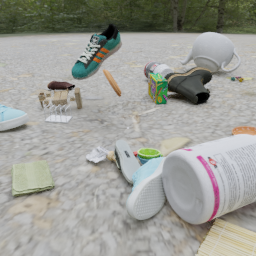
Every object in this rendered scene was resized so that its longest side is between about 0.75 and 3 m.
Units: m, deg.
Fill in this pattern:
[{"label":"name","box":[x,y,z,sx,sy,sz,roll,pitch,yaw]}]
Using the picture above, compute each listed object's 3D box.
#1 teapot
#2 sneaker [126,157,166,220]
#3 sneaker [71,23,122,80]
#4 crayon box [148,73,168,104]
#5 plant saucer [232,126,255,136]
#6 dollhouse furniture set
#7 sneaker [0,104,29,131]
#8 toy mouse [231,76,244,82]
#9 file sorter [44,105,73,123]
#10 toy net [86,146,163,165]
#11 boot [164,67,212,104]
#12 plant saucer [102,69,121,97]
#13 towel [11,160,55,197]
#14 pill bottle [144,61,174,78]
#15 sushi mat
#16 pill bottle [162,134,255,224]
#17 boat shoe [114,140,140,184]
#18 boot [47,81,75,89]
[{"label":"teapot","box":[4.674,-3.979,15.777,2.501,1.851,2.534,27,-10,-9]},{"label":"sneaker","box":[0.338,1.127,5.380,0.735,0.663,1.795,-8,13,34]},{"label":"sneaker","box":[-1.127,-2.609,9.385,0.820,0.918,2.298,29,67,27]},{"label":"crayon box","box":[1.184,-1.621,11.308,0.447,0.912,1.536,-3,24,-8]},{"label":"plant saucer","box":[3.452,0.227,7.878,1.040,0.195,1.040,0,24,0]},{"label":"dollhouse furniture set","box":[-2.448,-0.924,10.119,1.483,0.657,0.769,-7,37,-2]},{"label":"sneaker","box":[-4.452,-0.597,8.586,2.810,1.151,1.039,3,24,8]},{"label":"toy mouse","box":[5.572,-2.515,14.354,0.911,0.176,0.810,-17,29,-35]},{"label":"file sorter","box":[-2.290,-0.483,9.188,0.770,0.479,0.534,3,23,8]},{"label":"toy net","box":[-0.103,0.589,6.725,1.832,0.354,0.961,4,18,13]},{"label":"boot","box":[3.018,-1.671,11.669,2.732,1.058,1.890,-20,40,-30]},{"label":"plant saucer","box":[-0.454,-1.367,8.427,0.152,0.944,0.944,-31,23,6]},{"label":"towel","box":[-2.046,1.028,5.968,0.844,0.208,1.137,-8,24,-21]},{"label":"pill bottle","box":[1.518,-2.703,13.772,0.973,0.973,1.679,-9,24,-19]},{"label":"sushi mat","box":[2.194,1.979,3.819,2.413,0.146,1.155,14,28,29]},{"label":"pill bottle","box":[1.860,0.811,5.127,2.223,1.260,1.260,-11,25,-25]},{"label":"boat shoe","box":[-0.034,0.798,6.231,0.419,0.377,1.185,2,41,-22]},{"label":"boot","box":[-3.030,-1.923,12.702,0.857,0.373,1.030,15,24,35]}]
